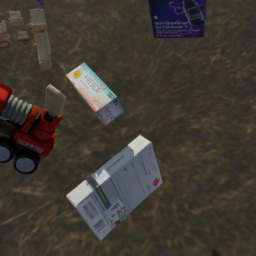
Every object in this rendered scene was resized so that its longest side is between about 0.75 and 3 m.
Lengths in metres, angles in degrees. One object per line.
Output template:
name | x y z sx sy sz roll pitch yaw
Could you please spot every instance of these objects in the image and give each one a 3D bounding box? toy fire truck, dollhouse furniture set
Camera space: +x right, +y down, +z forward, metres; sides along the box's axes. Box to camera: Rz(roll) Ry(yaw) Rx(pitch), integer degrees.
toy fire truck | -2.382 -0.319 6.152 2.106 1.540 2.393 31 111 -22
dollhouse furniture set | -2.913 -1.816 6.355 2.167 1.848 1.058 -10 95 -16

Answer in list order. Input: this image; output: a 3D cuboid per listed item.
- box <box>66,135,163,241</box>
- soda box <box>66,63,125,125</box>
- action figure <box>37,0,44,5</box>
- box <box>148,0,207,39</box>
box | -0.165 1.267 5.858 1.915 1.493 0.394 -38 47 -18
soda box | -0.694 -0.726 5.710 0.509 0.473 1.487 -36 51 -6
action figure | -1.628 -2.787 5.141 0.808 0.835 0.437 35 54 5
box | 1.166 -3.008 6.477 1.268 1.714 0.894 4 63 16
